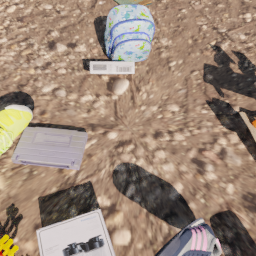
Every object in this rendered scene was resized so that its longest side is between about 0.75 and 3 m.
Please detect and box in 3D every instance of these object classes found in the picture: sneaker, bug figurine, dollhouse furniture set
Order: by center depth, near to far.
[{"bbox_3d":[-2.508,2.899,4.255,1.794,0.595,2.313,40,56,21],"label":"bug figurine"},{"bbox_3d":[0.998,1.889,4.287,1.662,0.583,0.682,0,44,-53],"label":"sneaker"},{"bbox_3d":[-3.103,0.544,5.968,1.059,1.045,2.772,36,64,23],"label":"sneaker"},{"bbox_3d":[3.939,-0.676,6.254,2.304,2.329,1.200,10,49,-44],"label":"dollhouse furniture set"}]

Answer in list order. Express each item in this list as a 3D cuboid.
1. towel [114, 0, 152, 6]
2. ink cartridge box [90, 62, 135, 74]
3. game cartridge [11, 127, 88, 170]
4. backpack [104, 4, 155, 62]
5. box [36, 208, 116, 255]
[{"bbox_3d":[0.049,-5.167,11.186,1.162,0.172,1.585,-28,57,-21],"label":"towel"},{"bbox_3d":[-0.427,-1.674,7.900,1.164,0.344,1.454,-1,9,-1],"label":"ink cartridge box"},{"bbox_3d":[-1.773,0.443,6.497,1.535,0.295,0.995,6,46,4],"label":"game cartridge"},{"bbox_3d":[0.079,-2.684,8.160,1.440,1.574,1.157,-7,66,-11],"label":"backpack"},{"bbox_3d":[-0.694,2.503,4.556,1.189,0.613,2.038,-17,53,-13],"label":"box"}]
